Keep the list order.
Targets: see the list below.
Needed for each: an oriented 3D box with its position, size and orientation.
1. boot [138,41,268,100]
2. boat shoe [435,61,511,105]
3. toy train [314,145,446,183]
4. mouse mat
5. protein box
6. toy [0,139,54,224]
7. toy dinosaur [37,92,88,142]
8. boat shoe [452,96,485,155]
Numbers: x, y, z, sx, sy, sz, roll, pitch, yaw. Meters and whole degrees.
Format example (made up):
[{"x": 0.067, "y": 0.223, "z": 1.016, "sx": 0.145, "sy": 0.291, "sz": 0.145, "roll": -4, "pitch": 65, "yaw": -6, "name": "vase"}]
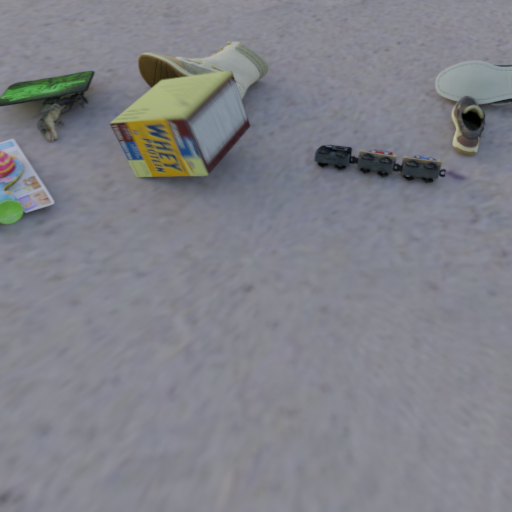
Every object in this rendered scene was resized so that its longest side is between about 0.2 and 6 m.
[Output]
[{"x": -1.072, "y": -3.872, "z": 11.571, "sx": 2.301, "sy": 0.829, "sz": 1.779, "roll": 24, "pitch": 51, "yaw": 13, "name": "boot"}, {"x": 4.840, "y": -3.414, "z": 11.230, "sx": 2.361, "sy": 0.893, "sz": 0.712, "roll": 8, "pitch": 4, "yaw": 20, "name": "boat shoe"}, {"x": 2.132, "y": -1.625, "z": 9.713, "sx": 2.237, "sy": 0.382, "sz": 0.512, "roll": 11, "pitch": 34, "yaw": 11, "name": "toy train"}, {"x": -4.179, "y": -3.356, "z": 11.179, "sx": 1.809, "sy": 0.068, "sz": 1.456, "roll": -11, "pitch": 34, "yaw": -2, "name": "mouse mat"}, {"x": -1.236, "y": -2.208, "z": 9.467, "sx": 1.569, "sy": 1.066, "sz": 1.581, "roll": 4, "pitch": 42, "yaw": 31, "name": "protein box"}, {"x": -4.450, "y": -1.391, "z": 9.326, "sx": 1.373, "sy": 0.563, "sz": 2.385, "roll": -25, "pitch": 50, "yaw": -23, "name": "toy"}, {"x": -3.809, "y": -2.986, "z": 10.993, "sx": 0.899, "sy": 0.484, "sz": 2.040, "roll": -14, "pitch": 43, "yaw": -4, "name": "toy dinosaur"}, {"x": 3.996, "y": -2.537, "z": 10.402, "sx": 0.594, "sy": 0.546, "sz": 1.662, "roll": 18, "pitch": 49, "yaw": 4, "name": "boat shoe"}]
